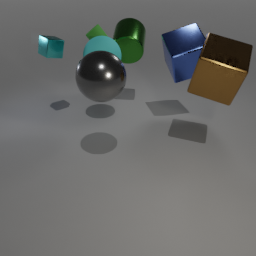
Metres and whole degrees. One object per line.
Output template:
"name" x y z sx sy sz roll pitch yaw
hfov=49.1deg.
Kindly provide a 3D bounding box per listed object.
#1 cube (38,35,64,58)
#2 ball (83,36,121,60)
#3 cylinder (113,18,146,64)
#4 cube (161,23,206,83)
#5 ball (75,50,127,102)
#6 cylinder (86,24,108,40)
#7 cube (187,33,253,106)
"cube" -2.944 -3.102 10.715 0.700 0.700 0.700 -12 34 -44
"ball" -0.947 -2.662 10.316 1.400 1.400 1.400 0 29 0
"cylinder" 0.032 -3.765 12.123 1.400 1.400 1.400 3 53 6
"cube" 2.196 -2.833 10.682 1.400 1.400 1.400 -17 55 3
"ball" -0.737 -1.408 7.696 1.400 1.400 1.400 0 29 0
"cylinder" -1.295 -3.851 11.759 0.700 0.700 0.700 -35 21 16
"cube" 2.808 -1.809 8.633 1.400 1.400 1.400 20 53 9
